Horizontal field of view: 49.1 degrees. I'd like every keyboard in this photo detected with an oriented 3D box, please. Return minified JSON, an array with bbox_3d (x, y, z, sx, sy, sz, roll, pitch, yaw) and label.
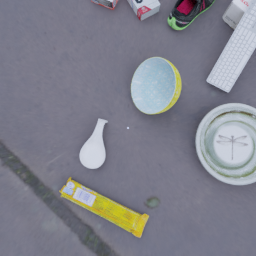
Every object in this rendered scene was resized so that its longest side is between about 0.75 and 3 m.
[{"bbox_3d":[3.256,-2.371,8.041,0.750,0.142,2.664,30,103,9],"label":"keyboard"}]

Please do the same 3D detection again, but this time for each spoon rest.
[{"bbox_3d":[-0.932,0.433,8.098,0.740,0.451,1.490,13,80,2],"label":"spoon rest"}]

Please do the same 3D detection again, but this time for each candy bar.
[{"bbox_3d":[-0.699,2.197,7.890,2.638,0.292,0.658,26,83,5],"label":"candy bar"}]

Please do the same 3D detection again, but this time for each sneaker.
[{"bbox_3d":[2.117,-3.957,8.535,0.853,0.931,2.222,37,83,5],"label":"sneaker"}]

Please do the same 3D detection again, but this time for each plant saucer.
[{"bbox_3d":[3.029,0.462,8.023,2.297,0.576,2.297,0,81,0],"label":"plant saucer"}]

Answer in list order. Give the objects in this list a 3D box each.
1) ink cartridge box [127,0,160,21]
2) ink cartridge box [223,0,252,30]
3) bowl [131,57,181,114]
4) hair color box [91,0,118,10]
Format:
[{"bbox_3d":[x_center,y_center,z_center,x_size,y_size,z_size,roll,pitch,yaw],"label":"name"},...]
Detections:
[{"bbox_3d":[0.456,-3.999,8.811,0.712,0.404,0.977,-30,82,-5],"label":"ink cartridge box"},{"bbox_3d":[4.273,-3.800,8.513,1.593,0.928,2.200,43,83,6],"label":"ink cartridge box"},{"bbox_3d":[0.945,-1.165,8.043,1.600,0.861,1.600,-1,89,44],"label":"bowl"},{"bbox_3d":[-0.540,-4.605,8.874,0.812,0.468,1.464,24,81,5],"label":"hair color box"}]
